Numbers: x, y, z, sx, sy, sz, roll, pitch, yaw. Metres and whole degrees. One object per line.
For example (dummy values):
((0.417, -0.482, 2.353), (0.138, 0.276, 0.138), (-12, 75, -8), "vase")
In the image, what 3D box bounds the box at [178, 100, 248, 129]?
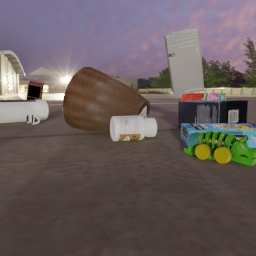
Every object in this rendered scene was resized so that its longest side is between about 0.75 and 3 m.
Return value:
((3.131, -0.483, 10.397), (1.827, 1.126, 1.812), (-6, 9, -37), "box")

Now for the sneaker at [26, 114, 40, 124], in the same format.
((-4.174, -0.401, 12.625), (0.503, 0.466, 1.240), (5, 4, -36), "sneaker")

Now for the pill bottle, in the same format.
((0.162, 0.001, 8.270), (1.284, 0.734, 0.734), (-2, 8, -16), "pill bottle")

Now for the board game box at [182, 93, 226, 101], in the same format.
((3.257, -0.829, 12.141), (1.819, 1.392, 0.367), (2, 8, 25), "board game box")

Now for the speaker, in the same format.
((-5.124, -0.799, 13.184), (1.068, 1.068, 2.631), (7, 10, 42), "speaker")

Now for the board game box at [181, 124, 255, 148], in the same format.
((2.616, 0.181, 7.871), (2.043, 0.479, 1.543), (0, 7, 3), "board game box")

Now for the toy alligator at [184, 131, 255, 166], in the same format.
((2.139, 0.398, 5.731), (2.209, 0.599, 0.655), (7, 10, 43), "toy alligator")

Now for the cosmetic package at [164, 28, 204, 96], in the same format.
((2.377, -2.773, 11.870), (1.378, 2.579, 1.163), (-11, 22, 8), "cosmetic package")

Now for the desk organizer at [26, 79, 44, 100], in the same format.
((-4.814, -1.382, 14.298), (0.712, 1.986, 0.765), (10, 23, -14), "desk organizer")

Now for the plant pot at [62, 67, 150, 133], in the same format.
((-0.558, -0.713, 9.556), (2.412, 2.254, 2.254), (19, 14, 21), "plant pot")
